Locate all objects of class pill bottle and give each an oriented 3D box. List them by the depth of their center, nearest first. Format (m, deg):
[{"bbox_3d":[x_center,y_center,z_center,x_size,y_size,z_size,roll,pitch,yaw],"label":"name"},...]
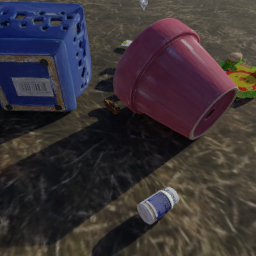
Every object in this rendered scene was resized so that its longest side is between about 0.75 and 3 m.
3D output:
[{"bbox_3d":[0.677,1.682,6.164,0.860,0.498,0.498,-25,44,-29],"label":"pill bottle"}]

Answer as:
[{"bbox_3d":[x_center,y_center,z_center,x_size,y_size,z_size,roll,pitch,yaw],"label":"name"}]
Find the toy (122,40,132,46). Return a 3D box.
[{"bbox_3d":[0.327,-4.009,13.711,1.185,0.280,0.682,18,44,21],"label":"toy"}]

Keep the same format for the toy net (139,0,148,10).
[{"bbox_3d":[0.446,-4.763,9.753,0.258,1.336,0.701,-4,38,25],"label":"toy net"}]

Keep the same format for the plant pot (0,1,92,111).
[{"bbox_3d":[-2.946,-2.183,9.282,2.994,2.994,2.692,2,45,2],"label":"plant pot"}]

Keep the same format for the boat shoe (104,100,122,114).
[{"bbox_3d":[-0.519,-0.728,9.487,0.272,0.273,0.775,-23,51,-30],"label":"boat shoe"}]

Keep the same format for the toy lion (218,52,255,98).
[{"bbox_3d":[4.270,-1.962,10.834,2.090,0.748,2.180,-29,45,-21],"label":"toy lion"}]

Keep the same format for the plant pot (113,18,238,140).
[{"bbox_3d":[1.529,-1.219,8.254,2.988,2.988,2.675,-30,62,-33],"label":"plant pot"}]
